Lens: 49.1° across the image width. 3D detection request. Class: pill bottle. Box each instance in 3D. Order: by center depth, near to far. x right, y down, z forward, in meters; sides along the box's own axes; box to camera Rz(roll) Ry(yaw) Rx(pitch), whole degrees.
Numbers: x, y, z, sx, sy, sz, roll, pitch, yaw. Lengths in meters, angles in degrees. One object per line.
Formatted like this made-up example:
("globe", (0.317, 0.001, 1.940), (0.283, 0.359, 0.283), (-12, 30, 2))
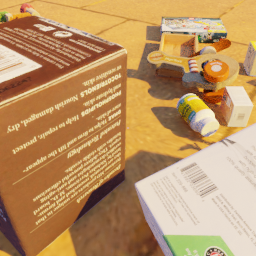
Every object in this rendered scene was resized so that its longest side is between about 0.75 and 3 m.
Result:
("pill bottle", (1.767, -0.315, 7.093), (0.659, 0.659, 1.168), (-13, 41, -15))

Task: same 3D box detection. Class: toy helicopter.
("toy helicopter", (1.915, -1.980, 8.469), (2.798, 1.104, 1.850), (18, 61, 25))

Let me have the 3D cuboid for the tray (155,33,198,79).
("tray", (1.810, -2.652, 10.135), (1.378, 0.517, 2.793), (6, 40, 7))

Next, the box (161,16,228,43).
("box", (2.764, -4.261, 12.120), (2.662, 0.502, 1.818), (3, 39, 4))

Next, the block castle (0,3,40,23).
("block castle", (-4.385, -3.252, 9.873), (2.643, 1.766, 1.240), (-24, 44, -28))

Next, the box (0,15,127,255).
("box", (-1.672, 0.001, 4.861), (2.442, 2.943, 2.417), (29, 47, 30))

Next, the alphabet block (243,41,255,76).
("alphabet block", (4.485, -2.312, 9.374), (0.889, 0.906, 0.885), (4, 40, 4))

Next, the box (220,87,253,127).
("box", (2.826, -0.571, 7.374), (0.486, 0.696, 0.914), (1, 39, 1))

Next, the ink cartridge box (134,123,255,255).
("ink cartridge box", (1.847, 1.252, 4.259), (2.836, 1.192, 2.070), (-24, 43, -9))
